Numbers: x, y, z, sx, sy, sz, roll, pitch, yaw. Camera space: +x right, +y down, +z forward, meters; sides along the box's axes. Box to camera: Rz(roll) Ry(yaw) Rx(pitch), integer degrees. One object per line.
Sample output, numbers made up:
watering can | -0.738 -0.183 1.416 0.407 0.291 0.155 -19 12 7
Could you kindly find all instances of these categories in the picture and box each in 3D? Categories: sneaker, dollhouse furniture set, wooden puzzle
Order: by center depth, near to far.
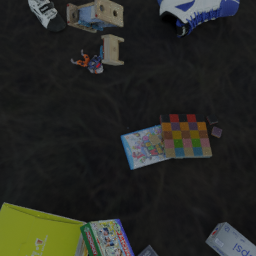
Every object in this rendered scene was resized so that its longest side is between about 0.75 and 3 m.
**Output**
dollhouse furniture set | -0.989 -2.857 8.573 1.248 1.241 1.770 3 96 36
wooden puzzle | 1.838 0.247 8.932 2.481 0.174 1.471 -1 65 -8
sneaker | 2.473 -4.161 10.416 2.985 1.206 1.724 6 71 10
sneaker | -3.179 -4.501 10.622 0.758 0.906 2.047 -42 75 -17

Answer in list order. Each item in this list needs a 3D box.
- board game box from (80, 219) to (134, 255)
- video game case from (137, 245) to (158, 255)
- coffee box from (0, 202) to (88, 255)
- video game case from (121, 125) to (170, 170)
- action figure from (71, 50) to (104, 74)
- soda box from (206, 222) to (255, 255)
board game box | -0.199 3.017 5.992 0.304 1.404 2.086 -33 65 14
video game case | 0.675 4.163 7.423 1.165 0.155 1.630 -38 72 -14
coffee box | -2.125 3.144 6.837 2.011 1.988 2.007 12 68 5
video game case | 0.694 0.561 8.916 1.607 0.143 1.150 -15 69 -6
action figure | -1.313 -2.338 10.020 1.091 0.590 1.128 34 45 6
soda box | 3.181 3.492 7.379 2.160 0.737 0.685 39 73 15
